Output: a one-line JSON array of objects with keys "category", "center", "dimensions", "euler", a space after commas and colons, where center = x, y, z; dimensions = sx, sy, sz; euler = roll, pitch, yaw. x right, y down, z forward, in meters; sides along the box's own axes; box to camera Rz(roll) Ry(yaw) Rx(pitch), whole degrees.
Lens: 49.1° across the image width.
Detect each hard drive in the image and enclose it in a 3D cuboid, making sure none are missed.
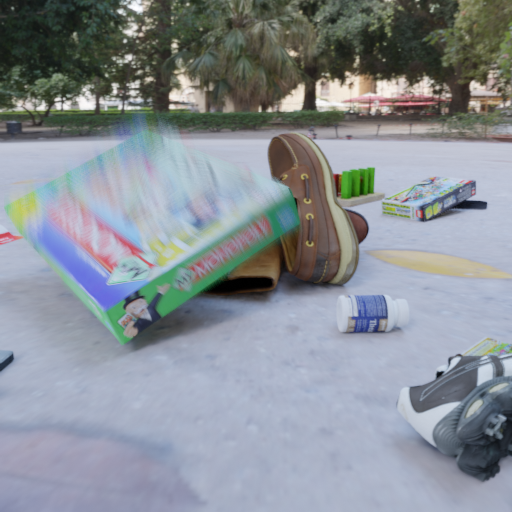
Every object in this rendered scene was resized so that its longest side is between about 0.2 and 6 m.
[{"category": "hard drive", "center": [-2.961, 1.186, 5.754], "dimensions": [0.562, 0.132, 0.805], "euler": [1, 15, 5]}]

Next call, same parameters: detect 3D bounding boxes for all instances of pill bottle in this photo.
[{"category": "pill bottle", "center": [1.432, 0.712, 6.911], "dimensions": [0.824, 0.457, 0.457], "euler": [-1, 15, -2]}]

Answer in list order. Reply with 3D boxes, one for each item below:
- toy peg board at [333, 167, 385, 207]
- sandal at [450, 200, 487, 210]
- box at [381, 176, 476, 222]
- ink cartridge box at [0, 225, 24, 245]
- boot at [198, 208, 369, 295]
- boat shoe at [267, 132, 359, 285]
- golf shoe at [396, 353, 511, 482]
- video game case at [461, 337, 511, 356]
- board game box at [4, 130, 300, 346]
[{"category": "toy peg board", "center": [2.521, -2.162, 16.747], "dimensions": [1.985, 0.975, 1.993], "euler": [13, 19, 40]}, {"category": "sandal", "center": [5.413, -1.547, 15.536], "dimensions": [1.867, 0.400, 0.710], "euler": [3, 15, 10]}, {"category": "box", "center": [4.502, -1.519, 14.558], "dimensions": [2.376, 0.412, 1.308], "euler": [-25, 27, -35]}, {"category": "ink cartridge box", "center": [-5.597, -0.461, 11.719], "dimensions": [1.165, 0.292, 0.937], "euler": [3, 15, 17]}, {"category": "boot", "center": [0.464, -0.131, 9.171], "dimensions": [2.622, 0.954, 2.785], "euler": [4, 16, 13]}, {"category": "boat shoe", "center": [0.660, -0.912, 9.160], "dimensions": [1.070, 1.140, 3.167], "euler": [-1, 51, -21]}, {"category": "golf shoe", "center": [2.122, 1.081, 4.862], "dimensions": [2.095, 0.814, 0.990], "euler": [-9, 17, -35]}, {"category": "video game case", "center": [2.664, 1.143, 5.990], "dimensions": [0.812, 0.102, 0.892], "euler": [14, 21, 43]}, {"category": "board game box", "center": [-1.705, -0.597, 8.002], "dimensions": [2.724, 0.589, 4.048], "euler": [-35, 38, -22]}]
